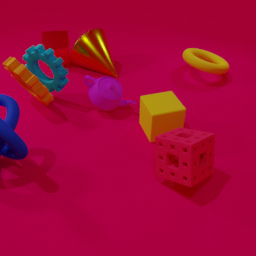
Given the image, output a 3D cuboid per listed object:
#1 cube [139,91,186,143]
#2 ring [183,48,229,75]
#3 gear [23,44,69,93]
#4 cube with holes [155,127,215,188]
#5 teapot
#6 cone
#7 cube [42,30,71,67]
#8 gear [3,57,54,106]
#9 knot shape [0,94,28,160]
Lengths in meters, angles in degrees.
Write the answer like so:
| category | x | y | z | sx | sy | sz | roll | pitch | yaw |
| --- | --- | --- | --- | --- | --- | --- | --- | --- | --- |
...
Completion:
| category | x | y | z | sx | sy | sz | roll | pitch | yaw |
| --- | --- | --- | --- | --- | --- | --- | --- | --- | --- |
| cube | 0.847 | -0.295 | 7.121 | 0.877 | 0.877 | 0.877 | -11 | 40 | -13 |
| ring | 2.638 | -2.272 | 9.498 | 1.618 | 0.324 | 1.618 | 13 | 33 | -8 |
| gear | -2.294 | -1.632 | 7.825 | 1.371 | 1.371 | 0.253 | 18 | 48 | 21 |
| cube with holes | 1.169 | 0.557 | 5.760 | 0.860 | 0.860 | 0.860 | 12 | 22 | 44 |
| teapot | -0.526 | -0.976 | 7.762 | 1.566 | 0.767 | 0.974 | 30 | 58 | -10 |
| cone | -0.878 | -2.280 | 9.663 | 1.577 | 1.577 | 1.583 | -35 | 77 | -35 |
| cube | -2.540 | -2.826 | 10.023 | 0.898 | 0.898 | 0.898 | -5 | 60 | -6 |
| gear | -2.727 | -1.259 | 7.716 | 1.551 | 1.551 | 0.287 | 33 | 74 | 34 |
| knot shape | -2.647 | 0.155 | 5.802 | 1.591 | 1.700 | 0.786 | 11 | 7 | 43 |
